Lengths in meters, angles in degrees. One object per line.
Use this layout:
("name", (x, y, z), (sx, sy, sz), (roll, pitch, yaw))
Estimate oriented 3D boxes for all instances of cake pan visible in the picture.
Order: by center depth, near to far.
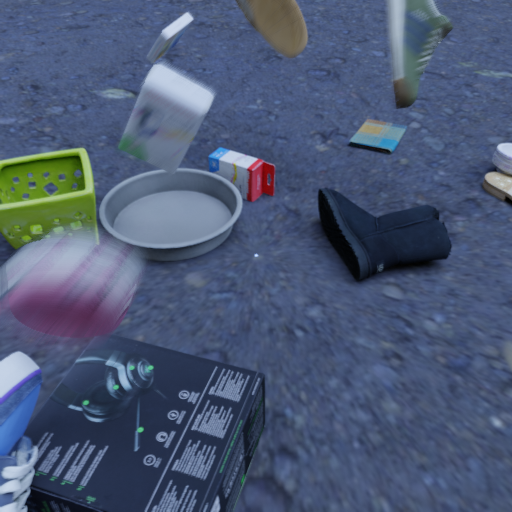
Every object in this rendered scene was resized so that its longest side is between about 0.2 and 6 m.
("cake pan", (-1.561, -0.791, 10.456), (2.611, 0.479, 2.611), (0, 39, 0))

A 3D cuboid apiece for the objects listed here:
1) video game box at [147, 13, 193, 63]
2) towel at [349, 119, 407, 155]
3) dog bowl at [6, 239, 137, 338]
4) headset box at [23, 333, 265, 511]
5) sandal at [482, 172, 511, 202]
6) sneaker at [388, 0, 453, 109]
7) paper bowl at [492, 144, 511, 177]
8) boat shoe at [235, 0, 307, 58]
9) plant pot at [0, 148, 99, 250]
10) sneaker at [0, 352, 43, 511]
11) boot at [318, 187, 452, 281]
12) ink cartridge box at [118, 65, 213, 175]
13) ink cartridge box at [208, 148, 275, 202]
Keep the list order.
("video game box", (-1.720, -4.348, 11.186), (0.210, 0.819, 0.899), (42, 54, -9))
("towel", (2.912, -2.851, 13.304), (1.048, 0.155, 1.428), (17, 40, 20))
("dog bowl", (-1.642, 0.341, 4.960), (1.137, 1.137, 0.419), (-2, 56, -2))
("headset box", (-1.330, 2.130, 6.311), (2.393, 1.110, 2.084), (11, 41, 14))
("sandal", (5.551, -1.239, 10.760), (0.890, 0.799, 2.428), (-29, 47, -31))
("sneaker", (2.795, -3.691, 9.440), (1.014, 2.259, 0.758), (-3, 5, 12))
("paper bowl", (5.499, -1.921, 11.754), (1.044, 0.543, 1.044), (6, 34, -4))
("boat shoe", (0.228, -4.665, 10.625), (0.853, 0.800, 2.314), (-33, 82, 5))
("plant pot", (-3.535, -0.759, 9.635), (1.614, 1.465, 1.606), (-11, 41, -14))
("sneaker", (-2.181, 2.566, 4.972), (2.094, 1.152, 2.859), (34, 79, -4))
("boot", (2.216, -0.560, 9.875), (1.780, 0.809, 2.118), (-14, 48, -11))
("ink cartridge box", (-1.442, -2.126, 8.854), (1.016, 1.398, 0.612), (25, 42, -15))
("ink cartridge box", (-0.291, -1.595, 11.233), (1.309, 0.760, 0.440), (21, 43, 24))
